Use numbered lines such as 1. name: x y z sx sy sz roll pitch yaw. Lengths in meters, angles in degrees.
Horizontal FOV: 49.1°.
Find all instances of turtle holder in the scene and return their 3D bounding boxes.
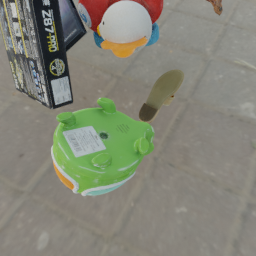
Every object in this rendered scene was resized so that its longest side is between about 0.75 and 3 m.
1. turtle holder: -0.432 0.349 4.874 1.446 1.351 1.903 31 42 10

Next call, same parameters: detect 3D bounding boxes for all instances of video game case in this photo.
1. video game case: -2.358 -3.166 7.838 1.993 0.265 2.790 -32 73 28

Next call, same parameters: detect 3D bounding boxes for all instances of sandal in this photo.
1. sandal: 0.805 -0.711 6.828 0.574 0.515 1.565 32 79 21

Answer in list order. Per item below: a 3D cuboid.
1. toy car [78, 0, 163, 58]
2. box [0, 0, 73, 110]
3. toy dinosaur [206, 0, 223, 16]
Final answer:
1. toy car: -0.239 -2.438 6.411 2.089 2.177 2.362 -1 51 9
2. box: -2.190 -1.951 6.310 0.655 2.668 2.150 -25 33 -36
3. toy dinosaur: 1.570 -3.824 6.621 2.397 1.029 1.624 11 57 -30
